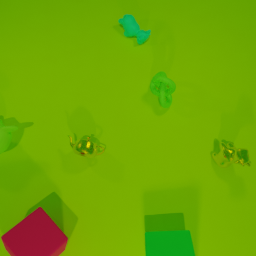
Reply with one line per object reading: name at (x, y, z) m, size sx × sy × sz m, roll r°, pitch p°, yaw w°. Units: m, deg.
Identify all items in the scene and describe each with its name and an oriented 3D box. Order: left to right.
monkey head at (-3.836, 0.255, 7.646) m, size 1.597 × 1.149 × 0.962 m, roll -43°, pitch 65°, yaw 3°
cube at (-2.267, 2.841, 6.880) m, size 1.090 × 1.090 × 1.090 m, roll 43°, pitch 54°, yaw 15°
teapot at (-1.232, 0.522, 8.027) m, size 1.168 × 0.726 × 0.572 m, roll 16°, pitch 85°, yaw 2°
cow figurine at (0.243, -3.401, 9.585) m, size 0.582 × 1.061 × 1.044 m, roll -44°, pitch 36°, yaw -18°
knot shape at (1.038, -1.286, 8.681) m, size 0.545 × 1.179 × 1.103 m, roll -21°, pitch 45°, yaw -7°
cube at (0.988, 3.233, 6.615) m, size 1.105 × 1.105 × 1.105 m, roll -4°, pitch 30°, yaw 3°
cow figurine at (2.853, 0.842, 7.721) m, size 0.557 × 1.015 × 0.998 m, roll 4°, pitch 43°, yaw -23°
